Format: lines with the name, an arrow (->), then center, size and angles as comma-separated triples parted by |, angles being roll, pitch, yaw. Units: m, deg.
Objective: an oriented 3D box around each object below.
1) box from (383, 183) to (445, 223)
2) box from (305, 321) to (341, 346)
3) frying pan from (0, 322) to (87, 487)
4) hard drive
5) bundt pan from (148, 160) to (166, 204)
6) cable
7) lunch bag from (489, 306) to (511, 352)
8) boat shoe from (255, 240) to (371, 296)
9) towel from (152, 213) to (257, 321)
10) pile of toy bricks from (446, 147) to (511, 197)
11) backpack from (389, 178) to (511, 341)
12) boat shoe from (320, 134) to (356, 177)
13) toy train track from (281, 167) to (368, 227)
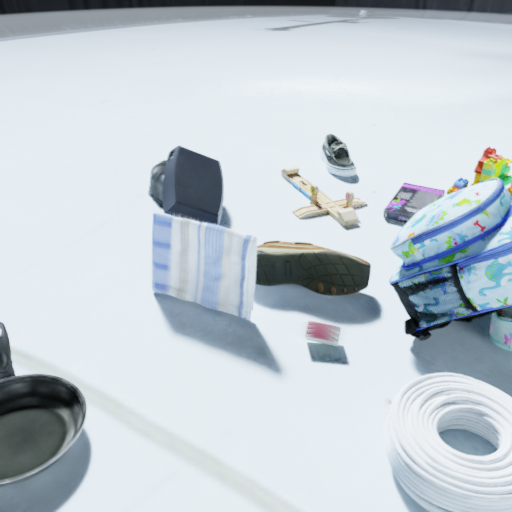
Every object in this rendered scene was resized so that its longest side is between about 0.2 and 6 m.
box -> 3.798, -1.248, 13.447 | 1.046, 0.264, 1.463 | 17, 40, 27
box -> 1.100, 1.277, 9.226 | 0.541, 0.346, 0.295 | 11, 75, 8
frying pan -> -3.697, 2.105, 7.819 | 3.190, 0.519, 1.930 | 23, 37, 36
hard drive -> -1.415, -1.653, 13.075 | 1.470, 0.461, 2.180 | 19, 44, -22
bundt pan -> -1.837, -2.030, 14.481 | 1.987, 0.746, 1.987 | 1, 31, 0
cable -> 2.673, 2.387, 7.130 | 2.046, 0.708, 2.046 | 5, 31, 9
lunch bag -> 4.838, 1.133, 9.262 | 1.748, 0.674, 1.402 | 14, 30, 21
boat shoe -> 0.971, 0.100, 10.778 | 2.451, 0.927, 0.905 | 8, 29, 12
towel -> -0.977, 0.180, 9.982 | 2.171, 1.594, 0.258 | 14, 23, 24
pile of toy bricks -> 5.412, -1.642, 12.980 | 1.796, 1.598, 3.238 | 25, 39, 36
backpack -> 3.647, -0.105, 9.140 | 2.601, 1.912, 2.381 | -19, 13, 43
boat shoe -> 2.270, -2.896, 15.910 | 0.750, 0.738, 2.081 | -8, 32, -12
toy train track -> 1.531, -1.698, 14.128 | 1.908, 0.541, 3.327 | -13, 33, -20
